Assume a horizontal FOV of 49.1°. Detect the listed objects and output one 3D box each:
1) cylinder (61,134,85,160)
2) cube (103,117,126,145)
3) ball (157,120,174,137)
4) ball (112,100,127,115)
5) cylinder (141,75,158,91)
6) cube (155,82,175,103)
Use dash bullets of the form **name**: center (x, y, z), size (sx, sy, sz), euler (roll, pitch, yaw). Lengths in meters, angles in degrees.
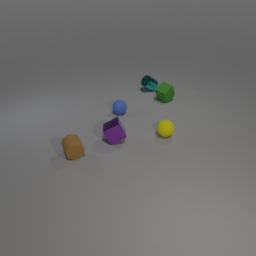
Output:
- **cylinder**: center (-2.039, 0.692, 10.375), size (0.700, 0.700, 0.700), euler (-13, 39, -21)
- **cube**: center (-0.536, 0.104, 11.177), size (0.700, 0.700, 0.700), euler (-26, 25, 9)
- **ball**: center (1.549, 0.008, 11.529), size (0.700, 0.700, 0.700), euler (0, 30, 0)
- **ball**: center (-0.396, -0.993, 13.346), size (0.700, 0.700, 0.700), euler (0, 30, 0)
- **cylinder**: center (1.211, -2.516, 15.716), size (0.700, 0.700, 0.700), euler (21, 11, -42)
- **cube**: center (1.922, -1.861, 14.593), size (0.700, 0.700, 0.700), euler (-43, 49, -18)
